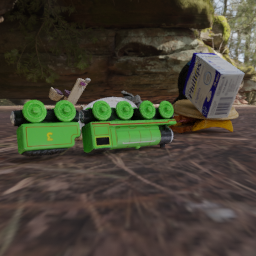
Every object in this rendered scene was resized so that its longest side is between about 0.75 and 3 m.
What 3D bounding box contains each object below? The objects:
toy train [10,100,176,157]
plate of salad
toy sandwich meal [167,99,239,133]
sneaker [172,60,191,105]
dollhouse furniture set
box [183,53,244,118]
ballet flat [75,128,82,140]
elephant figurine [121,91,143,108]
[{"bbox_3d":[-0.318,-0.007,4.048,2.562,0.722,0.535,-2,-11,-31],"label":"toy train"},{"bbox_3d":[-0.420,-0.191,5.965,1.336,0.321,1.336,-5,43,4],"label":"plate of salad"},{"bbox_3d":[1.834,-0.274,7.110,1.861,0.637,1.861,3,17,-1],"label":"toy sandwich meal"},{"bbox_3d":[1.963,-1.084,8.100,0.985,0.880,2.404,-12,-33,-17],"label":"sneaker"},{"bbox_3d":[-1.379,-1.074,9.308,1.419,1.271,1.791,41,16,33],"label":"dollhouse furniture set"},{"bbox_3d":[1.829,-0.964,6.215,0.611,1.071,1.165,-4,36,-18],"label":"box"},{"bbox_3d":[-1.221,0.095,5.564,0.885,0.307,0.307,8,9,24],"label":"ballet flat"},{"bbox_3d":[0.021,-0.811,9.756,0.968,1.061,1.368,-33,21,5],"label":"elephant figurine"}]
